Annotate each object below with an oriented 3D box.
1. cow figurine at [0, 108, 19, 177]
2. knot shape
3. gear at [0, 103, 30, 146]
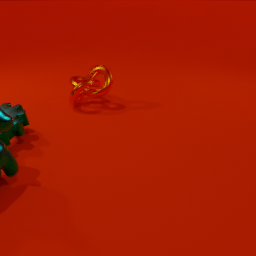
[{"bbox_3d":[-2.486,0.306,4.740,0.817,1.464,1.488,-12,21,21],"label":"cow figurine"},{"bbox_3d":[-1.244,-1.191,8.272,1.484,0.686,1.388,3,42,44],"label":"knot shape"},{"bbox_3d":[-3.212,-0.008,6.372,1.802,0.333,1.802,-7,32,4],"label":"gear"}]
